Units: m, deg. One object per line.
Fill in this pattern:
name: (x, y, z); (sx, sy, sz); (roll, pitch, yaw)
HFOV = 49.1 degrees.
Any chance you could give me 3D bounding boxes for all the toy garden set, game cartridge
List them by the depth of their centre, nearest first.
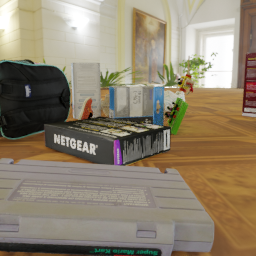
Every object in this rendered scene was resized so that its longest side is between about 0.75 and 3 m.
game cartridge: (-0.548, 0.923, 3.619); (2.814, 0.540, 1.824); (4, 14, -4)
toy garden set: (1.785, -0.981, 9.972); (0.479, 2.001, 2.400); (21, 11, 1)

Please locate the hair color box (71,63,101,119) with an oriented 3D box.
hair color box: (-1.887, -1.680, 12.605); (1.210, 2.445, 0.741); (-3, 11, -17)

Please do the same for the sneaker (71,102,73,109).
sneaker: (-2.734, -1.247, 15.597); (0.824, 0.587, 1.661); (-4, 6, -13)

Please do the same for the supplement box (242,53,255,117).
supplement box: (6.216, -1.956, 12.784); (0.889, 2.920, 1.589); (-9, 14, -39)

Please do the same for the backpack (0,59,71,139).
backpack: (-3.206, -0.947, 8.832); (2.043, 2.343, 2.666); (6, 14, 42)

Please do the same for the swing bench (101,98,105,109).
swing bench: (-1.232, -1.340, 15.968); (0.935, 0.610, 0.940); (3, 16, 14)

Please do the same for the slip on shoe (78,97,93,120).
slip on shoe: (-1.514, -0.556, 10.464); (0.451, 0.546, 1.473); (7, 48, 2)

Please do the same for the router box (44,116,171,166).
router box: (-0.563, 0.233, 7.108); (2.656, 0.678, 1.981); (10, 14, 43)

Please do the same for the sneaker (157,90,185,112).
sneaker: (1.685, -1.338, 14.392); (2.932, 1.175, 1.031); (-7, 14, -27)

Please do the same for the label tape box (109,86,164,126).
label tape box: (0.440, -0.692, 9.769); (2.125, 1.532, 0.673); (-4, 11, -19)

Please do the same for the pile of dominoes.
pile of dominoes: (0.262, -0.860, 13.018); (2.914, 0.464, 2.272); (3, 31, 3)
